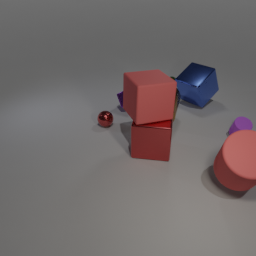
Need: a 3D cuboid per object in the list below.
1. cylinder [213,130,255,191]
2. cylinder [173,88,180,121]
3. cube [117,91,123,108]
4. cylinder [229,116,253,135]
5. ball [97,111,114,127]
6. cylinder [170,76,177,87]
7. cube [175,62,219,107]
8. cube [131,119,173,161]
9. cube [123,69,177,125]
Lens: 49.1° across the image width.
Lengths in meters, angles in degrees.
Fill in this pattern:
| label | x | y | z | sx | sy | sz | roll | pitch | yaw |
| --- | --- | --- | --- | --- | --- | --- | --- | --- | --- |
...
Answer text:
| label | x | y | z | sx | sy | sz | roll | pitch | yaw |
| --- | --- | --- | --- | --- | --- | --- | --- | --- | --- |
| cylinder | 3.270 | 0.954 | 7.976 | 1.400 | 1.400 | 1.400 | -2 | 65 | 5 |
| cylinder | 1.477 | -1.028 | 12.188 | 1.400 | 1.400 | 1.400 | 9 | 47 | 15 |
| cube | 0.014 | -1.418 | 13.333 | 0.700 | 0.700 | 0.700 | -23 | -7 | 31 |
| cylinder | 4.470 | 0.018 | 11.134 | 0.700 | 0.700 | 0.700 | 2 | 56 | -3 |
| ball | -0.977 | -0.403 | 12.131 | 0.700 | 0.700 | 0.700 | 0 | 30 | 0 |
| cylinder | 2.332 | -2.450 | 15.663 | 0.700 | 0.700 | 0.700 | 18 | 35 | 28 |
| cube | 3.391 | -2.128 | 13.732 | 1.400 | 1.400 | 1.400 | -45 | 46 | -16 |
| cube | 0.903 | 0.215 | 10.347 | 1.400 | 1.400 | 1.400 | 5 | 30 | 8 |
| cube | 0.706 | -1.121 | 9.794 | 1.400 | 1.400 | 1.400 | -9 | 31 | -18 |
